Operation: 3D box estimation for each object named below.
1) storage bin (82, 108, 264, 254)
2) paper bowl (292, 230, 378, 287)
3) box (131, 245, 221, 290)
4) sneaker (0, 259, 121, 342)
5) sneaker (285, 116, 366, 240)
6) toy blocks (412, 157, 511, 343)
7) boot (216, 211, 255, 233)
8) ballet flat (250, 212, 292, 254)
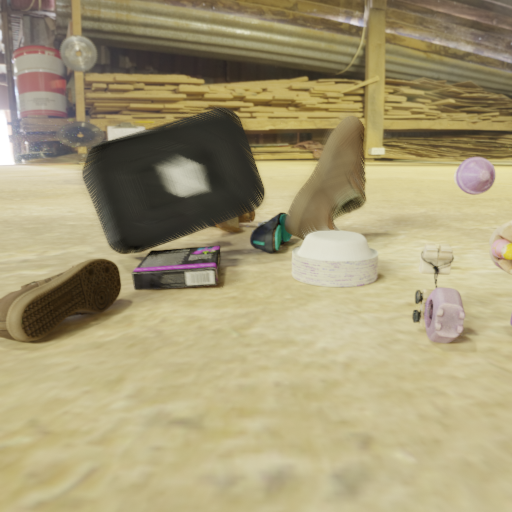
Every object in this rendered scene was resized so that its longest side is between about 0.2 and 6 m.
[{"bbox_3d":[-1.407,-1.230,9.491,2.634,1.780,1.235,-22,7,-19],"label":"storage bin"},{"bbox_3d":[1.195,0.006,8.508,1.305,0.679,1.305,1,13,0],"label":"paper bowl"},{"bbox_3d":[-1.157,0.154,8.610,1.180,0.298,1.651,-4,13,0],"label":"box"},{"bbox_3d":[-2.344,0.430,6.519,0.729,0.679,1.929,2,11,20],"label":"sneaker"},{"bbox_3d":[1.700,-1.437,11.116,1.188,1.108,3.145,24,63,12],"label":"sneaker"},{"bbox_3d":[2.783,0.016,5.147,2.196,2.052,1.849,4,7,6],"label":"toy blocks"},{"bbox_3d":[-0.959,-0.860,12.934,1.319,0.648,1.842,0,7,25],"label":"boot"},{"bbox_3d":[0.276,-0.475,10.909,0.683,0.683,1.870,3,15,14],"label":"ballet flat"}]
